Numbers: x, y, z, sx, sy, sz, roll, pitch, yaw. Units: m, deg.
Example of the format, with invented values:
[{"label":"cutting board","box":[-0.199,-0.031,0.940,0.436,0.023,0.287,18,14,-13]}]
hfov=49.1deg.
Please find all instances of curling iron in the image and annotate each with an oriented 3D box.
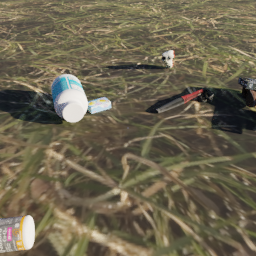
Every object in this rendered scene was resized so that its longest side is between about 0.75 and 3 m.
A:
[{"label":"curling iron","box":[2.198,-1.035,10.650,2.674,0.342,0.663,-17,37,-24]}]

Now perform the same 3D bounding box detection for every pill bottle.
[{"label":"pill bottle","box":[-2.481,2.121,5.539,1.123,0.653,0.653,-5,34,-7]},{"label":"pill bottle","box":[-2.073,-1.024,9.923,1.138,1.138,2.055,-9,35,-14]}]

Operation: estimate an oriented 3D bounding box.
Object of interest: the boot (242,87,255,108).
[{"label":"boot","box":[5.428,-1.152,10.683,1.795,0.576,1.673,9,33,6]}]

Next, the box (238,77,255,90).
[{"label":"box","box":[5.007,-1.673,10.855,1.183,0.258,0.948,8,22,-1]}]

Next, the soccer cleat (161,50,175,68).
[{"label":"soccer cleat","box":[1.865,-3.265,13.305,0.582,0.520,1.501,-7,-11,4]}]

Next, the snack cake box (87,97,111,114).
[{"label":"snack cake box","box":[-1.099,-0.847,10.422,0.823,0.277,0.474,-20,37,-26]}]
